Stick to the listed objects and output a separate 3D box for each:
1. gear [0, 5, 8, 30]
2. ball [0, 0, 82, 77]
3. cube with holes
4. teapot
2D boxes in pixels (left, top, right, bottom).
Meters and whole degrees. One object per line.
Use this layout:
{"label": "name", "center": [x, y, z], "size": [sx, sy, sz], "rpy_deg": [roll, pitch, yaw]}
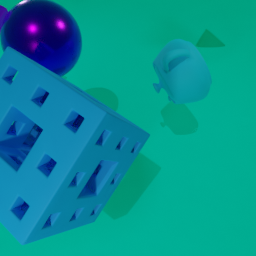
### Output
{"label": "gear", "center": [-3.317, -2.599, 5.546], "size": [1.866, 1.866, 0.345], "rpy_deg": [21, 74, 17]}
{"label": "ball", "center": [-1.450, -1.480, 4.768], "size": [1.327, 1.327, 1.327], "rpy_deg": [0, 49, 0]}
{"label": "cube with holes", "center": [-0.783, 0.188, 3.059], "size": [1.286, 1.286, 1.286], "rpy_deg": [34, 93, 22]}
{"label": "teapot", "center": [0.888, -0.908, 5.034], "size": [0.919, 1.877, 1.167], "rpy_deg": [-29, 72, 5]}
